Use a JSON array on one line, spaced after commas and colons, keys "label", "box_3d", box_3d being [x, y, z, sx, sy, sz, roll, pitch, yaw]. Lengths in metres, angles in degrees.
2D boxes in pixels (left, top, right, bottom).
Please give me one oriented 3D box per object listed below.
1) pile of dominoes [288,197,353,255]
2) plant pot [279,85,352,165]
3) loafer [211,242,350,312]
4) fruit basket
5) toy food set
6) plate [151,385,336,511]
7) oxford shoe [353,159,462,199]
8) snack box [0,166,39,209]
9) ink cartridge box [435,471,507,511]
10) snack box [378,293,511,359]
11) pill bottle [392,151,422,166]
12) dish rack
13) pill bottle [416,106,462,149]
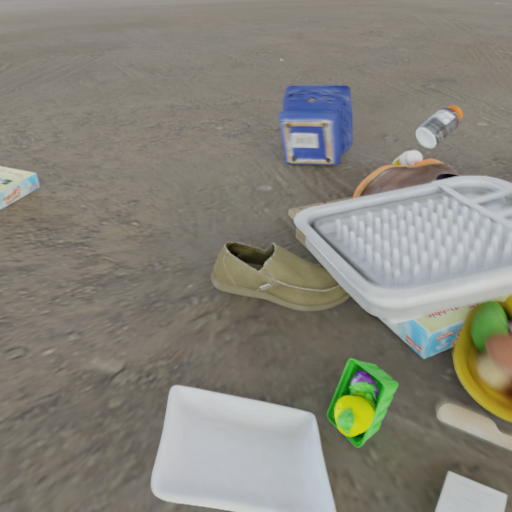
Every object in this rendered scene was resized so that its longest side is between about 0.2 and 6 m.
[{"label": "pile of dominoes", "box_3d": [2.595, -0.711, 10.542, 3.640, 0.580, 2.837, -13, 34, -19]}, {"label": "plant pot", "box_3d": [1.369, -3.006, 13.204, 1.567, 1.567, 1.409, 5, 42, 19]}, {"label": "loafer", "box_3d": [0.387, 0.280, 8.765, 2.281, 0.769, 0.867, 6, 33, 8]}, {"label": "fruit basket", "box_3d": [1.112, 1.703, 6.345, 0.956, 0.956, 0.689, -20, 38, -29]}, {"label": "toy food set", "box_3d": [3.236, 1.210, 6.822, 1.392, 0.773, 2.367, 27, 47, 14]}, {"label": "plate", "box_3d": [-0.145, 2.087, 5.867, 1.767, 0.286, 1.763, 13, 19, -6]}, {"label": "oxford shoe", "box_3d": [3.036, -1.351, 11.095, 2.462, 0.878, 0.898, -22, 30, -21]}, {"label": "snack box", "box_3d": [-5.909, -1.567, 12.080, 2.044, 0.379, 1.187, 12, 34, 19]}, {"label": "ink cartridge box", "box_3d": [1.966, 2.685, 5.354, 0.586, 0.335, 1.130, 17, 36, 25]}, {"label": "snack box", "box_3d": [3.077, 0.527, 8.580, 2.663, 0.494, 1.547, -15, 37, -24]}, {"label": "pill bottle", "box_3d": [3.362, -2.057, 12.436, 0.475, 0.475, 0.854, -3, -5, -5]}, {"label": "dish rack", "box_3d": [2.730, -0.162, 8.375, 3.784, 0.824, 3.247, -11, 27, -12]}, {"label": "pill bottle", "box_3d": [3.426, -2.423, 10.393, 0.885, 0.470, 0.470, -40, 45, -16]}]
